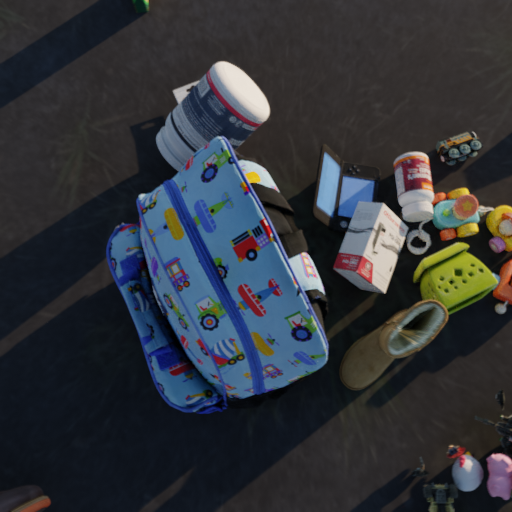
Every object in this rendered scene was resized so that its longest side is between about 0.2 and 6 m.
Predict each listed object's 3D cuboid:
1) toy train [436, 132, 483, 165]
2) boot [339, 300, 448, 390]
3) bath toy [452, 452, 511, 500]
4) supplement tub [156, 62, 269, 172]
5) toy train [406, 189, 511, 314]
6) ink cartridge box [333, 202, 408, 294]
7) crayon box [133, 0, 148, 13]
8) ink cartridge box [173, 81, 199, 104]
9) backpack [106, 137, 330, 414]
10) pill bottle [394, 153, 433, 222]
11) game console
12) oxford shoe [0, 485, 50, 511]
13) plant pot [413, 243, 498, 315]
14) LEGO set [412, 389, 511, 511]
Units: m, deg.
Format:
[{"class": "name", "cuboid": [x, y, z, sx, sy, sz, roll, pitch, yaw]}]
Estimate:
[{"class": "toy train", "cuboid": [3.999, -2.146, 11.043, 0.892, 0.380, 0.509, -21, 68, -5]}, {"class": "boot", "cuboid": [2.113, 1.482, 9.132, 0.725, 2.193, 1.920, 42, 89, 10]}, {"class": "bath toy", "cuboid": [4.061, 3.547, 9.097, 1.748, 0.646, 0.760, -3, 34, 35]}, {"class": "supplement tub", "cuboid": [-0.808, -2.443, 10.244, 1.874, 1.315, 1.315, -40, 77, 28]}, {"class": "toy train", "cuboid": [4.227, -0.211, 10.381, 2.554, 0.710, 1.918, 29, 78, 6]}, {"class": "ink cartridge box", "cuboid": [2.101, -0.156, 10.174, 0.573, 1.014, 1.382, 9, 72, 47]}, {"class": "crayon box", "cuboid": [-2.464, -5.720, 11.669, 0.269, 0.796, 0.923, -5, 76, -1]}, {"class": "ink cartridge box", "cuboid": [-1.111, -2.992, 11.305, 0.835, 0.293, 1.028, -22, 72, -5]}, {"class": "backpack", "cuboid": [-0.559, 0.451, 8.427, 2.807, 4.173, 3.809, -24, 79, -6]}, {"class": "pill bottle", "cuboid": [3.002, -1.294, 10.627, 0.655, 0.655, 1.195, -2, 72, -1]}, {"class": "game console", "cuboid": [1.721, -1.218, 10.558, 1.271, 0.841, 1.445, 10, 77, 3]}, {"class": "oxford shoe", "cuboid": [-5.204, 4.144, 9.061, 3.616, 1.287, 1.311, -14, 73, -3]}, {"class": "plant pot", "cuboid": [3.478, 0.443, 10.066, 1.083, 1.077, 0.982, -26, 71, -4]}, {"class": "LEGO set", "cuboid": [4.388, 3.401, 9.569, 3.454, 0.979, 2.243, -13, 74, 10]}]
